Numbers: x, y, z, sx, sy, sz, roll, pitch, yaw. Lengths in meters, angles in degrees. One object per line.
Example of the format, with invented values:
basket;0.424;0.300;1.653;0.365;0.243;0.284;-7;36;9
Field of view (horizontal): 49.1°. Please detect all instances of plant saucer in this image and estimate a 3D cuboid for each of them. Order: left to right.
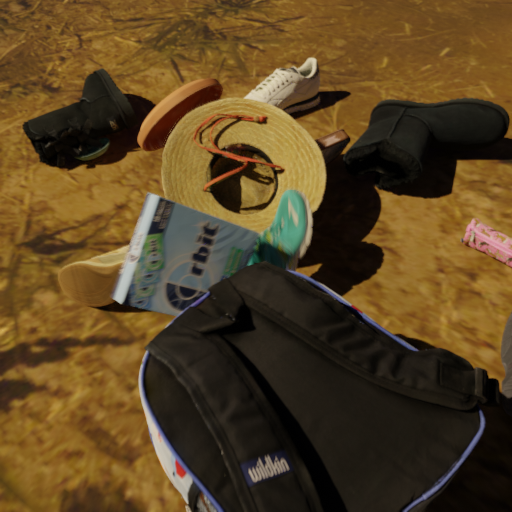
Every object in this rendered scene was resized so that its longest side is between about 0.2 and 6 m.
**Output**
plant saucer;-3.986;-2.572;13.643;0.953;0.171;0.953;-13;35;9
plant saucer;-1.735;-3.196;12.561;2.267;2.267;0.366;-37;89;-30

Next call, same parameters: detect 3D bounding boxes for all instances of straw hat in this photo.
straw hat;-0.264;-1.453;11.661;3.454;1.462;3.454;0;68;-1

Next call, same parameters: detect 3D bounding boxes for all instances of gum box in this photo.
gum box;-1.032;0.117;8.616;1.927;1.637;0.429;19;1;-37

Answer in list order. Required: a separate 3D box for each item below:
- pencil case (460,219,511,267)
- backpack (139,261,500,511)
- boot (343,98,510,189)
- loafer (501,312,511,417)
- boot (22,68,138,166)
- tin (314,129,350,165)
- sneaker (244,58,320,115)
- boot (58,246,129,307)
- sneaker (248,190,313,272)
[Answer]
pencil case;4.855;-0.175;11.121;1.465;0.607;0.634;35;57;28
backpack;0.409;2.064;7.233;3.846;2.963;3.664;-31;66;-31
boot;3.940;-2.533;12.910;3.367;1.286;2.829;11;43;19
loafer;4.550;1.746;9.242;0.712;0.812;2.259;29;53;-6
boot;-4.574;-3.530;14.124;2.525;1.140;3.082;-27;43;-12
tin;1.515;-2.390;12.903;1.695;0.949;0.355;-29;71;-34
sneaker;0.480;-4.309;14.810;2.889;1.163;1.104;-31;55;-25
boot;-2.335;0.119;10.582;2.397;0.873;1.863;-12;17;28
sneaker;0.330;-0.148;9.814;0.863;0.887;2.226;11;80;55
